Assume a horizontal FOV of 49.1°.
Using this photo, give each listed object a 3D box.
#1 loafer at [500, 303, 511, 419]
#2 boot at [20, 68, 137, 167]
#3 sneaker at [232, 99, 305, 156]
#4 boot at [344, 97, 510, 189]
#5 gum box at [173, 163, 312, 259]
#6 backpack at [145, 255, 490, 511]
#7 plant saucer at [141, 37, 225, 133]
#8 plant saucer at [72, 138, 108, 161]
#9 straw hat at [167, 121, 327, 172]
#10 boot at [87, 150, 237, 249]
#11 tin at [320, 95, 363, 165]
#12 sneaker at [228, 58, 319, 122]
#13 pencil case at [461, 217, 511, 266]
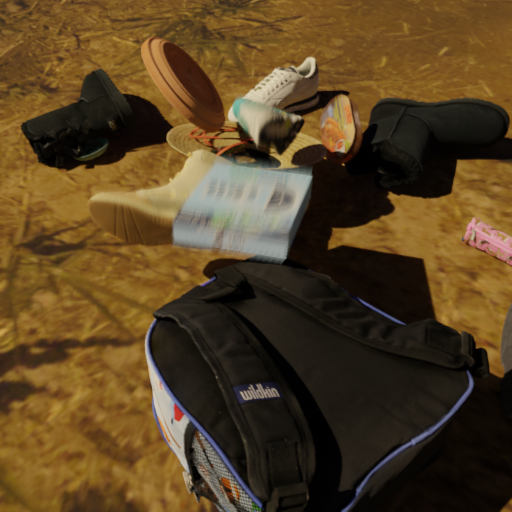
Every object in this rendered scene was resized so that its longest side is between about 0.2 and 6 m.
[{"bbox_3d":[4.492,1.694,9.202,0.712,0.812,2.259,19,55,3],"label":"loafer"},{"bbox_3d":[-4.597,-3.510,14.073,2.525,1.140,3.082,-27,43,-12],"label":"boot"},{"bbox_3d":[0.273,-2.543,10.695,0.887,0.863,2.226,40,13,17],"label":"sneaker"},{"bbox_3d":[3.936,-2.527,12.887,3.367,1.286,2.829,11,44,18],"label":"boot"},{"bbox_3d":[-0.128,-0.740,8.406,1.637,0.429,1.927,9,33,11],"label":"gum box"},{"bbox_3d":[0.397,1.814,7.503,3.846,2.963,3.664,-22,51,-34],"label":"backpack"},{"bbox_3d":[-1.402,-3.558,11.526,0.366,2.267,2.267,-34,41,22],"label":"plant saucer"},{"bbox_3d":[-4.003,-2.555,13.594,0.953,0.171,0.953,-13,35,9],"label":"plant saucer"},{"bbox_3d":[-0.256,-1.749,11.955,3.454,1.462,3.454,5,27,-2],"label":"straw hat"},{"bbox_3d":[-1.493,-1.089,9.715,2.397,0.873,1.863,7,46,7],"label":"boot"},{"bbox_3d":[1.868,-2.769,12.299,0.355,0.949,1.695,17,54,-29],"label":"tin"},{"bbox_3d":[0.450,-4.308,14.779,2.889,1.163,1.104,-31,55,-25],"label":"sneaker"},{"bbox_3d":[4.860,-0.199,11.107,1.465,0.607,0.634,34,55,28],"label":"pencil case"}]
